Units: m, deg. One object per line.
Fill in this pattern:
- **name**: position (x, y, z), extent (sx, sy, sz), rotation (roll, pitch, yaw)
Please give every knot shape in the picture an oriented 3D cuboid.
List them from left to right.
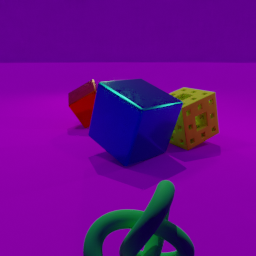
- **knot shape**: position (0.096, 1.100, 2.665), extent (1.062, 1.135, 0.525), rotation (-17, 26, -26)

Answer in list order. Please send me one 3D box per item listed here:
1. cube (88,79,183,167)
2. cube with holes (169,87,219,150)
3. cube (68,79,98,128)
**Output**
- **cube**: position (0.137, -0.191, 6.284), extent (1.368, 1.368, 1.368), rotation (-14, 39, -43)
- **cube with holes**: position (1.503, -0.289, 7.282), extent (1.125, 1.125, 1.125), rotation (-25, 25, -25)
- **cube**: position (-1.241, -0.781, 8.955), extent (0.973, 0.973, 0.973), rotation (-29, 32, 5)
